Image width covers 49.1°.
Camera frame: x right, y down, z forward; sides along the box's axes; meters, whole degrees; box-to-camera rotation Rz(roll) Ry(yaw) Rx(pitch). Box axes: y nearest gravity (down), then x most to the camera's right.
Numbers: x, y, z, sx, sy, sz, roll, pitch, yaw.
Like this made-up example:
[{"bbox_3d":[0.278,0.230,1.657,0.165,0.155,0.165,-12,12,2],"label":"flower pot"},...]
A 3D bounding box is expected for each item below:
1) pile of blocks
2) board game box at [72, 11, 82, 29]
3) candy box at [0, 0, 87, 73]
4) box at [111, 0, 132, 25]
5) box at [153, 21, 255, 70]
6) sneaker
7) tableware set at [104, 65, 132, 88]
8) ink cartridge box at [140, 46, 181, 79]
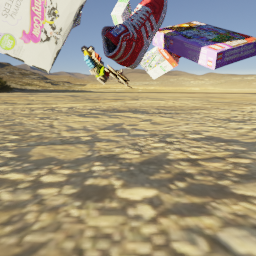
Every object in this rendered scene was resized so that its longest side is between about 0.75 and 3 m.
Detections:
[{"bbox_3d":[-0.744,-1.537,6.694,0.316,1.016,0.417,-22,24,34],"label":"pile of blocks"},{"bbox_3d":[-2.348,-4.449,11.688,0.859,0.177,0.857,-37,-4,-22],"label":"board game box"},{"bbox_3d":[-2.470,-2.851,5.866,2.814,2.360,1.007,21,27,-29],"label":"candy box"},{"bbox_3d":[-0.160,-3.707,9.335,0.389,0.711,0.805,16,-21,20],"label":"box"},{"bbox_3d":[2.437,-2.786,9.064,1.969,0.563,2.878,-22,39,-26],"label":"box"},{"bbox_3d":[0.153,-3.002,7.979,0.902,2.533,1.424,34,18,35],"label":"sneaker"},{"bbox_3d":[-0.296,-1.747,9.000,0.910,0.276,1.377,45,13,17],"label":"tableware set"},{"bbox_3d":[1.467,-2.806,11.102,1.892,1.031,0.476,-25,34,39],"label":"ink cartridge box"}]
